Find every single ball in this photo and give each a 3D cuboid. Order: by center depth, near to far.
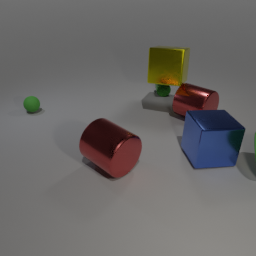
[{"bbox_3d":[-4.212,-1.051,12.261,0.700,0.700,0.700,0,29,0],"label":"ball"}]

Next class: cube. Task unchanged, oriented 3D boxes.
[{"bbox_3d":[2.682,0.319,9.096,1.400,1.400,1.400,-2,28,-10],"label":"cube"},{"bbox_3d":[1.677,-2.573,11.457,1.400,1.400,1.400,9,21,19],"label":"cube"}]

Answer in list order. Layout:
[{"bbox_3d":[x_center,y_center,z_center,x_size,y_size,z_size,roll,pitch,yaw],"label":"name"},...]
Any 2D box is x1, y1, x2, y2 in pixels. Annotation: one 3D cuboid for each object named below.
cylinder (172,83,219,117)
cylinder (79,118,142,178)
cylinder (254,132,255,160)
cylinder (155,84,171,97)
[{"bbox_3d":[2.802,-1.023,11.590,1.400,1.400,1.400,25,38,37],"label":"cylinder"},{"bbox_3d":[-0.529,0.585,8.582,1.400,1.400,1.400,28,40,33],"label":"cylinder"},{"bbox_3d":[4.495,0.715,8.047,1.400,1.400,1.400,-6,23,31],"label":"cylinder"},{"bbox_3d":[1.749,-2.023,14.085,0.700,0.700,0.700,-1,30,-2],"label":"cylinder"}]
